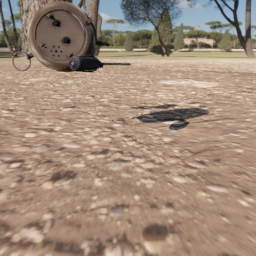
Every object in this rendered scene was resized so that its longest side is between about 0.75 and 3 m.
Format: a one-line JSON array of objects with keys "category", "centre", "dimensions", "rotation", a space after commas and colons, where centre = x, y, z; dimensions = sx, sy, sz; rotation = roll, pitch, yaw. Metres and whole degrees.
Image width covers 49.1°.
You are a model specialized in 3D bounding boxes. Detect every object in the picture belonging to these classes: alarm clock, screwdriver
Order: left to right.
[{"category": "alarm clock", "centre": [-1.772, -2.042, 6.730], "dimensions": [2.351, 1.586, 0.783], "rotation": [-28, 8, 6]}, {"category": "screwdriver", "centre": [-0.559, -1.554, 7.015], "dimensions": [0.387, 0.404, 2.773], "rotation": [39, 21, 14]}]
